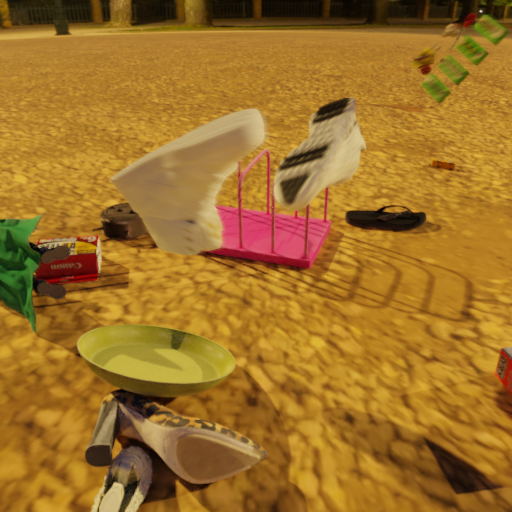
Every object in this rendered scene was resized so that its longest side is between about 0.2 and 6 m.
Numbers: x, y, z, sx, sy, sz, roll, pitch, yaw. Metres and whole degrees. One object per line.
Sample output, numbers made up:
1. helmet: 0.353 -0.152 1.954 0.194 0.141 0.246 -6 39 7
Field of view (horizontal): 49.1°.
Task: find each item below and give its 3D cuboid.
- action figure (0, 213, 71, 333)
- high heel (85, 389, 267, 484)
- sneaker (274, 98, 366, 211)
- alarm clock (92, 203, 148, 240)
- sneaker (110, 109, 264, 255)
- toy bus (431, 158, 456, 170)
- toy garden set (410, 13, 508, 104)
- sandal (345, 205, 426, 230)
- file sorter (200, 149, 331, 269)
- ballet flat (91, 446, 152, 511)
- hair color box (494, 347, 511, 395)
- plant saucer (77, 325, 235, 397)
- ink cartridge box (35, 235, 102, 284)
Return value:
1. action figure: -4.445 -0.019 10.012 3.273 1.933 0.895 15 7 42
2. high heel: -0.930 2.054 6.892 2.073 0.740 1.478 5 13 -5
3. sneaker: 1.182 -1.533 9.228 1.019 1.099 2.712 -5 38 39
4. alarm clock: -2.818 -0.876 12.504 1.097 0.541 1.626 10 26 18
5. sneaker: -0.654 -0.856 7.437 2.645 1.529 0.974 -14 23 43
6. toy bus: 5.398 -2.637 16.104 0.672 0.219 0.263 15 30 26
7. toy garden set: 3.489 -3.675 9.997 0.305 1.529 1.275 23 33 -33
8. sandal: 2.943 -0.903 12.641 1.833 0.393 0.697 1 28 2
9. file sorter: -0.013 -1.168 11.636 2.879 1.805 2.000 9 30 16
10. ballet flat: -1.453 2.547 6.047 0.531 0.531 1.481 3 28 5
11. hair color box: 3.976 1.850 7.329 0.844 0.509 1.663 -5 29 -7
12. plant saucer: -1.364 1.442 7.695 2.142 0.333 2.142 10 9 -2
13. ink cartridge box: -3.600 0.072 10.699 1.176 0.493 1.033 -5 29 -10
